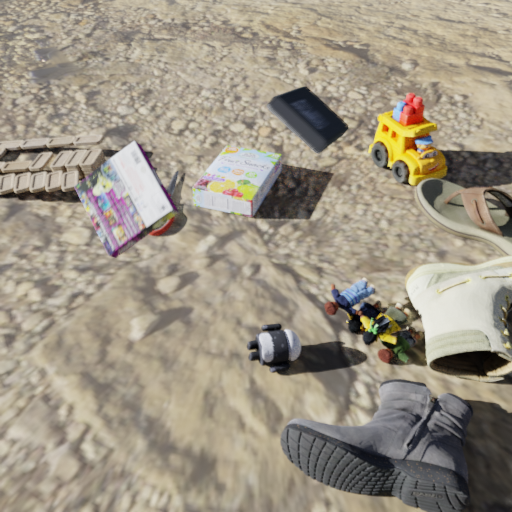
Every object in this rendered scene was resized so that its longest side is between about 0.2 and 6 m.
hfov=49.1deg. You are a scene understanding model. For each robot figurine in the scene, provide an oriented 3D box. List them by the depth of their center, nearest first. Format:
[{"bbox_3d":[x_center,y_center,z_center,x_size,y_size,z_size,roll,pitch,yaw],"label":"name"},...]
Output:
[{"bbox_3d":[0.260,1.338,8.158,0.776,0.583,0.484,-8,17,-9],"label":"robot figurine"}]

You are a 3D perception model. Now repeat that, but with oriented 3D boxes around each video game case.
[{"bbox_3d":[-1.422,-0.615,6.078,0.881,0.174,0.972,-35,71,9],"label":"video game case"}]

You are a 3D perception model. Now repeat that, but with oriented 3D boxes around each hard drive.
[{"bbox_3d":[0.726,-1.835,7.410,0.890,0.210,1.276,43,31,1],"label":"hard drive"}]

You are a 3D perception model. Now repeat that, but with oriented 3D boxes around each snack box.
[{"bbox_3d":[-0.357,-1.583,11.562,1.287,0.479,1.809,14,42,16],"label":"snack box"}]

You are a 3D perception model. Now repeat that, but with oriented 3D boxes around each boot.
[{"bbox_3d":[1.531,2.181,7.055,2.314,0.808,1.523,18,40,4],"label":"boot"},{"bbox_3d":[3.625,0.911,8.332,2.484,0.895,1.921,-3,39,5],"label":"boot"}]

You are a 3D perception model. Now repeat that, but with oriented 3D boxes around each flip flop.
[{"bbox_3d":[4.360,-0.719,10.225,1.269,0.901,3.130,-27,47,-28],"label":"flip flop"}]

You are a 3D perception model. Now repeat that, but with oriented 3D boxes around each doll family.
[{"bbox_3d":[1.730,0.972,8.530,0.927,0.629,1.603,-29,43,-25],"label":"doll family"}]

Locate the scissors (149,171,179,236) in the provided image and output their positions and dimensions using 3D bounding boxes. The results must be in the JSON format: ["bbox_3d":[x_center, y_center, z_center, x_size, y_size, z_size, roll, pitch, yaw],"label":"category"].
[{"bbox_3d":[-1.756,-1.098,11.297,0.794,0.151,2.172,12,41,17],"label":"scissors"}]

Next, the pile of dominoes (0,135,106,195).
[{"bbox_3d":[-4.702,-1.843,12.136,2.810,0.447,2.190,-2,40,11],"label":"pile of dominoes"}]

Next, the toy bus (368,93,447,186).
[{"bbox_3d":[3.303,-2.510,11.826,1.121,1.585,1.651,-17,45,-21],"label":"toy bus"}]
